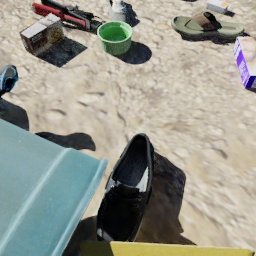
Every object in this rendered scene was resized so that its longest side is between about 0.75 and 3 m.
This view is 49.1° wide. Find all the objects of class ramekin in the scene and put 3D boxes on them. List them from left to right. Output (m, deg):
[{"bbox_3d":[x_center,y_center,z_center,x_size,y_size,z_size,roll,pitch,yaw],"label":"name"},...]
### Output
[{"bbox_3d":[-0.435,-3.091,9.658,1.184,0.578,1.184,0,55,0],"label":"ramekin"}]

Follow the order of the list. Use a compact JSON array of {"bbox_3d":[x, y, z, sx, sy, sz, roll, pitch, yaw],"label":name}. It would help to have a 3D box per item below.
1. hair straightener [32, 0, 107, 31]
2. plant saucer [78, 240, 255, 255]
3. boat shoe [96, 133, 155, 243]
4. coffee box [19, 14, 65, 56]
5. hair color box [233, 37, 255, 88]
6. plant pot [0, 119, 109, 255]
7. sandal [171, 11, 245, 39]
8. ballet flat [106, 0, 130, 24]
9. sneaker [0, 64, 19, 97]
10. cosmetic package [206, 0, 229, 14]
[{"bbox_3d":[-2.070,-4.408,10.567,2.949,0.603,1.135,20,57,13],"label":"hair straightener"},{"bbox_3d":[0.521,2.423,4.666,2.448,2.448,0.593,2,59,2],"label":"plant saucer"},{"bbox_3d":[0.008,1.342,6.306,1.084,0.962,2.901,19,57,12],"label":"boat shoe"},{"bbox_3d":[-2.924,-3.199,9.614,0.548,0.776,1.374,34,61,22],"label":"coffee box"},{"bbox_3d":[4.108,-2.129,8.984,1.013,0.600,1.853,0,53,1],"label":"hair color box"},{"bbox_3d":[-2.263,1.106,4.772,2.847,2.906,2.906,31,58,-4],"label":"plant pot"},{"bbox_3d":[2.863,-3.792,10.042,2.645,0.755,1.050,4,55,3],"label":"sandal"},{"bbox_3d":[-0.454,-4.758,10.772,0.706,0.667,2.095,-12,56,-12],"label":"ballet flat"},{"bbox_3d":[-3.220,-1.031,7.055,1.243,0.455,0.509,-45,56,17],"label":"sneaker"},{"bbox_3d":[3.519,-4.811,11.054,0.778,0.277,0.395,28,60,19],"label":"cosmetic package"}]
